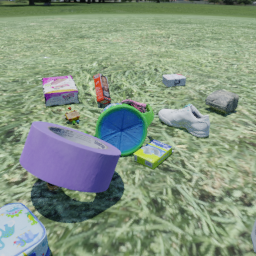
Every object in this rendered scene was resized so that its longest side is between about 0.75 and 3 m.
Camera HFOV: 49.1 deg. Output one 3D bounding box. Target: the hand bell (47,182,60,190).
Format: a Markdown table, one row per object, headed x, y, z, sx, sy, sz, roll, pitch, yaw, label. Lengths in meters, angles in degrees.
| x | y | z | sx | sy | sz | roll | pitch | yaw | label |
| --- | --- | --- | --- | --- | --- | --- | --- | --- | --- |
| -2.496 | 1.529 | 8.651 | 0.497 | 0.497 | 0.955 | -24 | 25 | -37 | hand bell |

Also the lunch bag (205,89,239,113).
| x | y | z | sx | sy | sz | roll | pitch | yaw | label |
| --- | --- | --- | --- | --- | --- | --- | --- | --- | --- |
| 4.372 | -1.228 | 13.123 | 1.029 | 0.855 | 1.227 | -19 | 34 | -35 | lunch bag |

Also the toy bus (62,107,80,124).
| x | y | z | sx | sy | sz | roll | pitch | yaw | label |
| --- | --- | --- | --- | --- | --- | --- | --- | --- | --- |
| -2.487 | -0.481 | 12.235 | 0.770 | 0.398 | 0.726 | 24 | 52 | -14 | toy bus |

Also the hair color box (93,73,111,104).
| x | y | z | sx | sy | sz | roll | pitch | yaw | label |
| --- | --- | --- | --- | --- | --- | --- | --- | --- | --- |
| -1.261 | -1.912 | 13.743 | 0.414 | 1.353 | 0.687 | -19 | -16 | 27 | hair color box |

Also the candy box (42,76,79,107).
| x | y | z | sx | sy | sz | roll | pitch | yaw | label |
| --- | --- | --- | --- | --- | --- | --- | --- | --- | --- |
| -3.578 | -1.995 | 14.641 | 1.675 | 0.749 | 2.456 | -8 | 30 | -16 | candy box |

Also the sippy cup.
| x | y | z | sx | sy | sz | roll | pitch | yaw | label |
| --- | --- | --- | --- | --- | --- | --- | --- | --- | --- |
| -0.339 | -0.132 | 10.373 | 2.382 | 1.870 | 1.745 | 10 | 15 | -13 | sippy cup |

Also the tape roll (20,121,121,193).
| x | y | z | sx | sy | sz | roll | pitch | yaw | label |
| --- | --- | --- | --- | --- | --- | --- | --- | --- | --- |
| -1.590 | 0.762 | 7.947 | 2.605 | 1.107 | 2.605 | 21 | 4 | -1 | tape roll |

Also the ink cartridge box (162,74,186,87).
| x | y | z | sx | sy | sz | roll | pitch | yaw | label |
| --- | --- | --- | --- | --- | --- | --- | --- | --- | --- |
| 2.677 | -2.799 | 16.399 | 1.155 | 0.482 | 0.839 | -8 | 30 | -15 | ink cartridge box |

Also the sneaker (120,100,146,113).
| x | y | z | sx | sy | sz | roll | pitch | yaw | label |
| --- | --- | --- | --- | --- | --- | --- | --- | --- | --- |
| 0.248 | -0.872 | 12.542 | 1.279 | 0.610 | 0.505 | 12 | -15 | -14 | sneaker |

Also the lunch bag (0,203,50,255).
| x | y | z | sx | sy | sz | roll | pitch | yaw | label |
| --- | --- | --- | --- | --- | --- | --- | --- | --- | --- |
| -2.862 | 2.654 | 6.011 | 2.065 | 0.851 | 1.660 | -25 | 36 | -39 | lunch bag |

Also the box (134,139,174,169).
| x | y | z | sx | sy | sz | roll | pitch | yaw | label |
| --- | --- | --- | --- | --- | --- | --- | --- | --- | --- |
| 0.938 | 0.866 | 9.854 | 0.844 | 0.330 | 1.384 | 22 | 36 | 32 | box |

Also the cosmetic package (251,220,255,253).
| x | y | z | sx | sy | sz | roll | pitch | yaw | label |
| --- | --- | --- | --- | --- | --- | --- | --- | --- | --- |
| 3.386 | 2.436 | 6.396 | 0.864 | 0.862 | 0.531 | 5 | 28 | 10 | cosmetic package |

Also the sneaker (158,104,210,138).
| x | y | z | sx | sy | sz | roll | pitch | yaw | label |
| --- | --- | --- | --- | --- | --- | --- | --- | --- | --- |
| 2.343 | -0.544 | 11.636 | 2.453 | 1.085 | 0.923 | 25 | 39 | 38 | sneaker |
